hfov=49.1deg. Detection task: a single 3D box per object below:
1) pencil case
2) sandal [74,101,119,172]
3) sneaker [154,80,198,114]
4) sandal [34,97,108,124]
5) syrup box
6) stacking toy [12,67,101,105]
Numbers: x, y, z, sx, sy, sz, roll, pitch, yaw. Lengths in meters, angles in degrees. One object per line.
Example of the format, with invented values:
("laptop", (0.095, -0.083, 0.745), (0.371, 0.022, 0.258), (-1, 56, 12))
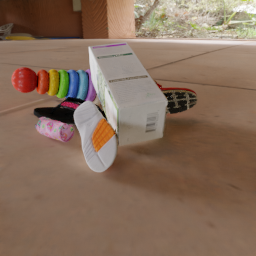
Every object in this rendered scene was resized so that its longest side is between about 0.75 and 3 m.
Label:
("pencil case", (-1.691, 0.017, 6.440), (1.021, 0.446, 0.446), (16, 26, 40))
("sandal", (-0.555, 0.135, 5.628), (0.732, 0.548, 1.911), (-37, 44, 9))
("sneaker", (0.823, -0.999, 7.876), (2.231, 0.859, 0.947), (2, 52, 15))
("sandal", (-1.137, -0.478, 7.373), (2.619, 0.590, 0.983), (4, 22, 1))
("syrup box", (-0.114, -0.959, 6.768), (1.123, 1.086, 2.758), (-11, 44, -13))
("stacking toy", (-2.061, -1.362, 8.441), (2.672, 1.141, 1.141), (4, 18, -25))
